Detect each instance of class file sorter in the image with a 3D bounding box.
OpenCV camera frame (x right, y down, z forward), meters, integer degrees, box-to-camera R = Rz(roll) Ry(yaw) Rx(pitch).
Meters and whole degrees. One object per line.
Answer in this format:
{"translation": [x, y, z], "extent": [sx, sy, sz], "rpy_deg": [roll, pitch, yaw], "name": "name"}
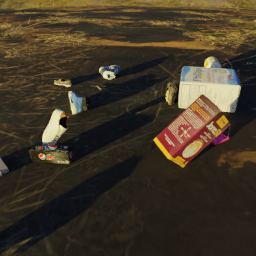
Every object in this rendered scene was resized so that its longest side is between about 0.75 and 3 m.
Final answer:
{"translation": [3.242, 0.025, 10.679], "extent": [0.736, 0.664, 1.058], "rpy_deg": [-17, 35, -26], "name": "file sorter"}

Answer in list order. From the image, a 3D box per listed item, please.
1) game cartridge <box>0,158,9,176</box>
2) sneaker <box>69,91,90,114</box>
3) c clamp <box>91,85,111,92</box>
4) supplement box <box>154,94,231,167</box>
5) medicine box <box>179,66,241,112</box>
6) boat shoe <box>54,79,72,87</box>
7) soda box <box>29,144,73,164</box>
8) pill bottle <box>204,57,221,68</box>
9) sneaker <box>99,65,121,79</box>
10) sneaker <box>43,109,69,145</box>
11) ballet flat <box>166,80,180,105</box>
{"translation": [-4.587, 1.396, 8.767], "extent": [1.412, 0.271, 0.915], "rpy_deg": [-22, 41, -33], "name": "game cartridge"}
{"translation": [-2.208, -1.244, 12.872], "extent": [0.887, 0.612, 1.594], "rpy_deg": [-12, 36, -9], "name": "sneaker"}
{"translation": [-1.373, -2.091, 14.869], "extent": [0.843, 0.134, 0.987], "rpy_deg": [-13, 31, -30], "name": "c clamp"}
{"translation": [2.023, 0.124, 8.794], "extent": [1.155, 2.094, 0.897], "rpy_deg": [32, 18, -50], "name": "supplement box"}
{"translation": [3.789, -1.911, 13.338], "extent": [2.567, 1.321, 2.338], "rpy_deg": [7, 30, 11], "name": "medicine box"}
{"translation": [-3.585, -2.540, 15.408], "extent": [1.087, 0.323, 0.390], "rpy_deg": [14, 33, 23], "name": "boat shoe"}
{"translation": [-2.571, 0.866, 9.414], "extent": [1.341, 0.474, 0.425], "rpy_deg": [4, 29, 6], "name": "soda box"}
{"translation": [5.070, -3.603, 16.684], "extent": [0.880, 0.880, 1.560], "rpy_deg": [3, 31, 6], "name": "pill bottle"}
{"translation": [-0.871, -3.181, 16.384], "extent": [1.435, 0.578, 1.051], "rpy_deg": [-10, 43, -31], "name": "sneaker"}
{"translation": [-2.493, 0.140, 9.744], "extent": [0.644, 1.520, 0.554], "rpy_deg": [24, 9, 31], "name": "sneaker"}
{"translation": [2.099, -1.796, 13.564], "extent": [0.612, 0.889, 2.639], "rpy_deg": [18, 28, 8], "name": "ballet flat"}
